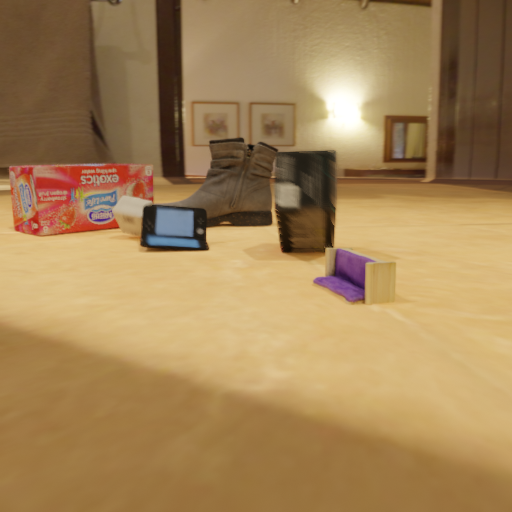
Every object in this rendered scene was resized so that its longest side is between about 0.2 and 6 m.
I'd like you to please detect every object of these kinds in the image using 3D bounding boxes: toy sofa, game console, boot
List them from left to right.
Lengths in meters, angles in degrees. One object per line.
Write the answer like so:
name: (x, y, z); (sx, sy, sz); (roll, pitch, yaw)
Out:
game console: (-1.584, -0.558, 10.952); (1.303, 1.146, 0.758); (4, -19, -11)
boot: (-1.142, -1.869, 14.203); (3.405, 2.241, 1.188); (-3, 12, -19)
toy sofa: (1.236, 0.236, 7.293); (0.622, 0.528, 1.274); (-2, 10, -17)

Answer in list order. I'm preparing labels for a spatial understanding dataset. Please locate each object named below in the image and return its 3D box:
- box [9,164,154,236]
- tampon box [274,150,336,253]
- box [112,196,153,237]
box: (-4.207, -1.465, 13.837); (1.512, 1.579, 3.168); (10, 14, 44)
tampon box: (0.883, -0.923, 9.912); (1.007, 1.195, 1.595); (0, -26, 6)
box: (-2.557, -0.825, 12.013); (0.752, 0.756, 0.494); (13, 55, 20)
